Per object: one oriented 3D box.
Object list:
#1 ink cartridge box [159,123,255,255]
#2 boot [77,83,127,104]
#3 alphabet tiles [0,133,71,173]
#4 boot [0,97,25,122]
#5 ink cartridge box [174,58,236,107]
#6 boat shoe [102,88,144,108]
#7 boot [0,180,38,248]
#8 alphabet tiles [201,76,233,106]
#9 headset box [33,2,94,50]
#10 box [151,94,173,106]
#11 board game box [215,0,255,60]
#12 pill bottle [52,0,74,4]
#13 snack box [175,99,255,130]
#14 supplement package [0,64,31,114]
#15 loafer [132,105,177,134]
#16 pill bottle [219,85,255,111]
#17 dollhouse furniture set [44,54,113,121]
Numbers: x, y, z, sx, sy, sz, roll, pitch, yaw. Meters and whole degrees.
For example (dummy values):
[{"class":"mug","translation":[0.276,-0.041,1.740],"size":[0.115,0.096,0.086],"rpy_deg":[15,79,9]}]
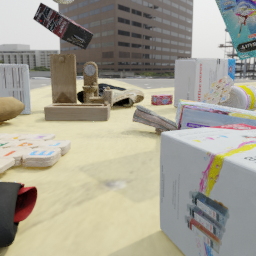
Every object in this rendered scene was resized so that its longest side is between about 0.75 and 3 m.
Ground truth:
[{"class":"ink cartridge box","translation":[1.035,0.613,2.254],"size":[1.044,1.039,1.437],"rpy_deg":[-5,13,-22]},{"class":"boot","translation":[-1.504,-1.501,13.005],"size":[2.233,0.889,2.709],"rpy_deg":[4,17,26]},{"class":"alphabet tiles","translation":[-2.485,0.431,5.152],"size":[2.655,0.194,2.596],"rpy_deg":[1,10,3]},{"class":"boot","translation":[-3.647,-0.434,7.019],"size":[2.469,0.932,2.819],"rpy_deg":[-5,9,21]},{"class":"ink cartridge box","translation":[3.281,-1.923,11.900],"size":[2.763,2.017,1.165],"rpy_deg":[-8,14,-37]},{"class":"boat shoe","translation":[-0.053,-1.161,11.705],"size":[2.221,0.801,0.721],"rpy_deg":[-6,49,-46]},{"class":"boot","translation":[-1.785,0.645,3.009],"size":[1.453,0.729,2.014],"rpy_deg":[-5,21,-25]},{"class":"alphabet tiles","translation":[2.928,-1.066,9.446],"size":[0.105,1.433,1.402],"rpy_deg":[29,-23,-16]},{"class":"headset box","translation":[-2.392,-3.825,10.709],"size":[1.968,0.738,1.462],"rpy_deg":[38,16,23]},{"class":"box","translation":[1.537,-1.280,12.666],"size":[0.935,0.446,0.466],"rpy_deg":[-8,14,-33]},{"class":"board game box","translation":[2.812,-2.543,5.810],"size":[1.594,2.112,0.496],"rpy_deg":[-6,44,43]},{"class":"pill bottle","translation":[-2.044,-4.344,8.823],"size":[0.806,0.806,1.425],"rpy_deg":[-5,24,-23]},{"class":"snack box","translation":[2.214,-0.117,6.162],"size":[2.226,0.590,1.583],"rpy_deg":[10,12,5]},{"class":"supplement package","translation":[-4.772,-1.415,10.111],"size":[2.326,1.752,1.765],"rpy_deg":[-4,13,-18]},{"class":"loafer","translation":[0.757,-0.082,7.032],"size":[1.595,0.502,0.573],"rpy_deg":[32,8,37]},{"class":"pill bottle","translation":[4.000,-0.986,9.837],"size":[1.030,1.030,1.976],"rpy_deg":[11,16,42]},{"class":"dollhouse furniture set","translation":[-1.807,-1.538,9.749],"size":[2.507,2.148,2.637],"rpy_deg":[0,12,2]}]
